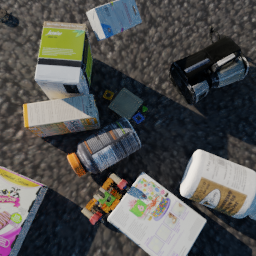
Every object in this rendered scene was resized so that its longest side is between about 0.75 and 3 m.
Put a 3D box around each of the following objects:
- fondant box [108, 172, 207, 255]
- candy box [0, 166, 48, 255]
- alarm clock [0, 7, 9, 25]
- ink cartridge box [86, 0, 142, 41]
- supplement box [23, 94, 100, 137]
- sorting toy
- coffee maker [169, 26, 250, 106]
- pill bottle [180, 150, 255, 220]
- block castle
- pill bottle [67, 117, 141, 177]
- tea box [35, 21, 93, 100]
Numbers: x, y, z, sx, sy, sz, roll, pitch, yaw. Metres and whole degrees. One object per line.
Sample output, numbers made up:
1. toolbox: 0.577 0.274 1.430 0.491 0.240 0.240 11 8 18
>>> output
1. fondant box: 0.957 3.113 9.435 2.699 0.786 1.947 37 68 8
2. candy box: -4.282 2.949 9.588 1.927 0.862 2.826 21 76 6
3. alarm clock: -5.338 -4.716 11.858 0.525 0.259 0.778 -10 79 -3
4. ink cartridge box: -0.438 -3.806 9.689 1.740 0.590 1.002 -34 112 -30
5. supplement box: -2.299 -0.390 10.095 2.411 1.520 0.887 -9 75 -1
6. sorting toy: -0.090 -0.913 10.895 1.882 0.256 1.060 36 74 8
7. coffee maker: 2.849 -2.326 10.721 2.474 1.666 2.376 -26 50 -7
8. pill bottle: 3.431 2.027 9.394 2.981 1.704 1.704 21 77 5
9. block castle: -0.698 2.442 9.573 0.814 1.159 1.734 38 80 8
10. pill bottle: -0.879 0.743 9.924 2.460 1.307 1.307 -30 78 -7
11. tea box: -2.186 -2.235 10.181 1.501 2.246 2.209 5 75 0
